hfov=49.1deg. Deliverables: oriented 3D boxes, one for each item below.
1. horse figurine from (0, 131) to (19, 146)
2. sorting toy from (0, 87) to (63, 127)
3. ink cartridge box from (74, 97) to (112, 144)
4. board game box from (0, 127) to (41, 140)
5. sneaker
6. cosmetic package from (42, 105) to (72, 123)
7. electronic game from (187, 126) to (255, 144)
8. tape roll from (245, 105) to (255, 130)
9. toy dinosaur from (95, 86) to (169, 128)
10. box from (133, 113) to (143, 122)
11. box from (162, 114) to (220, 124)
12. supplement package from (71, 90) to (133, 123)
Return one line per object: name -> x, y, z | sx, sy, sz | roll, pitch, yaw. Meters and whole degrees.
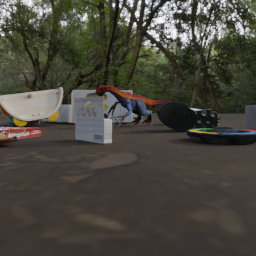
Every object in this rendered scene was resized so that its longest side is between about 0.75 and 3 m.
horse figurine -> -2.798, 0.188, 5.623 | 1.229, 0.307, 0.814 | 7, 8, -14
sorting toy -> -4.336, -0.678, 12.325 | 2.666, 1.424, 2.400 | -13, -4, -31
ink cartridge box -> -0.794, -0.186, 6.261 | 0.253, 0.996, 1.130 | -3, 5, -42
board game box -> -3.846, 0.120, 7.268 | 2.742, 0.267, 1.412 | 1, 5, 15
sneaker -> 1.811, -0.320, 9.513 | 2.518, 0.933, 1.114 | 9, -2, -34
cosmetic package -> -3.751, -0.785, 15.516 | 1.238, 0.976, 2.301 | -1, 2, -42
electronic game -> 2.201, 0.126, 6.449 | 1.670, 0.348, 1.670 | 0, 4, 0
tape roll -> 5.268, -0.317, 9.201 | 2.640, 0.872, 2.640 | 0, 3, 0
toy dinosaur -> -0.039, -1.136, 11.548 | 1.500, 2.856, 2.592 | 19, -28, 48
box -> -0.728, -0.957, 16.556 | 2.917, 0.877, 1.702 | 2, 7, -21
box -> 2.984, -0.421, 13.443 | 1.744, 0.539, 2.184 | -1, 4, -45
supplement package -> -1.363, -1.051, 14.220 | 2.930, 1.667, 1.605 | -2, 3, -14
